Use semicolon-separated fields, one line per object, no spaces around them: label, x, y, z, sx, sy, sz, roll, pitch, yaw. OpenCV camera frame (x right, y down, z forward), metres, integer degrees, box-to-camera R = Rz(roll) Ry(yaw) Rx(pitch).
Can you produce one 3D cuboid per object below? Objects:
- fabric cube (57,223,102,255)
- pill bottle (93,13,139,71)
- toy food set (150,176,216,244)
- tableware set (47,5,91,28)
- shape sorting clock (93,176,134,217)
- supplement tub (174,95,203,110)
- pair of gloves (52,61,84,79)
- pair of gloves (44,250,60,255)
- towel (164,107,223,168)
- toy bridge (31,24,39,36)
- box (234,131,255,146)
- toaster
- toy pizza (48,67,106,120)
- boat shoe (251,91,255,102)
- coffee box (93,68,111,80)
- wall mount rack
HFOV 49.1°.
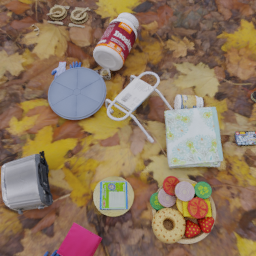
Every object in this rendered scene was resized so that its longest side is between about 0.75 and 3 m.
fabric cube;-1.573;3.916;9.363;1.025;1.045;1.042;25;69;11
pill bottle;-0.463;-4.023;12.887;1.436;1.436;2.543;20;67;9
toy food set;1.983;2.896;10.091;2.377;0.578;2.353;0;64;0
tableware set;-3.061;-5.870;14.334;2.052;0.411;1.356;10;65;5
shape sorting clock;-0.534;2.526;10.417;1.509;0.296;1.509;3;60;-6
supplement tub;2.551;-1.000;11.809;1.059;0.766;0.766;3;65;-4
pair of gloves;-2.793;-2.616;12.939;1.419;0.162;1.141;5;64;1
pair of gloves;-2.484;4.865;9.402;1.136;0.161;1.412;-38;71;-18
towel;2.537;0.368;11.013;2.069;0.582;2.417;-3;73;6
toy bridge;-4.595;-4.915;14.055;0.258;0.104;0.766;-25;67;-12
box;4.852;0.429;11.483;0.878;0.175;0.601;-1;65;0
toaster;-3.669;1.931;10.176;1.451;1.276;2.246;-14;66;-4
toy pizza;-2.199;-1.496;12.222;2.547;0.404;2.547;-1;69;3
boat shoe;6.113;-1.208;12.039;1.555;0.570;0.579;20;66;9
coffee box;-1.219;-2.410;12.745;0.808;0.323;0.457;-10;65;-5
wall mount rack;0.577;-0.904;11.642;2.531;1.086;2.913;35;66;19
